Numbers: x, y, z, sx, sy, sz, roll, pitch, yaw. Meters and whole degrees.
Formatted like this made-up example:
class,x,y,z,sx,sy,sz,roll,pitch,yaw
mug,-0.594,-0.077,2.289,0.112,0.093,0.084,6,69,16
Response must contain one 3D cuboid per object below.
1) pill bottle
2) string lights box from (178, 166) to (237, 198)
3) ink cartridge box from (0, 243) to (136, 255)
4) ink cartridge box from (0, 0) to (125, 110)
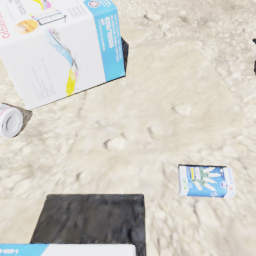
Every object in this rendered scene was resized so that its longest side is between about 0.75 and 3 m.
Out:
class,x,y,z,sx,sy,sz,roll,pitch,yaw
pill bottle,-3.355,-0.284,6.911,1.338,0.758,0.758,17,53,20
string lights box,1.673,1.165,6.038,1.131,0.334,0.581,2,51,1
ink cartridge box,-0.971,3.164,3.253,2.171,2.133,2.949,1,51,1
ink cartridge box,-1.924,-2.331,7.622,2.937,2.124,2.162,-24,54,-13
